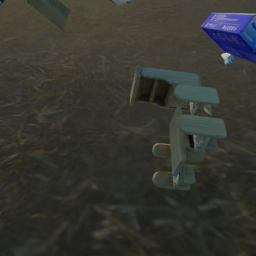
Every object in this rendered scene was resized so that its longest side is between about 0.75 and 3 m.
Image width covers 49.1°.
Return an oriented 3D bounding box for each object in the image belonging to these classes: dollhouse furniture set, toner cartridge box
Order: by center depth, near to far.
[{"bbox_3d":[0.757,-0.142,5.580,1.377,1.943,2.116,6,53,-5],"label":"dollhouse furniture set"},{"bbox_3d":[-2.516,-2.746,6.625,1.349,1.901,1.506,3,71,41],"label":"dollhouse furniture set"},{"bbox_3d":[2.948,-2.434,7.494,1.244,0.565,2.619,36,15,-19],"label":"toner cartridge box"}]

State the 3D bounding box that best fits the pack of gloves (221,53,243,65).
[{"bbox_3d":[3.291,-2.335,8.570,0.842,0.198,1.002,-26,27,24],"label":"pack of gloves"}]

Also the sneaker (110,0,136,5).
[{"bbox_3d":[0.120,-3.751,7.026,2.986,1.316,1.124,10,65,-1],"label":"sneaker"}]
